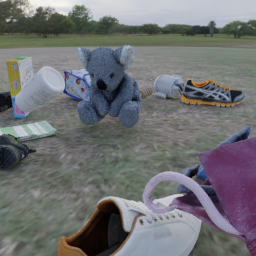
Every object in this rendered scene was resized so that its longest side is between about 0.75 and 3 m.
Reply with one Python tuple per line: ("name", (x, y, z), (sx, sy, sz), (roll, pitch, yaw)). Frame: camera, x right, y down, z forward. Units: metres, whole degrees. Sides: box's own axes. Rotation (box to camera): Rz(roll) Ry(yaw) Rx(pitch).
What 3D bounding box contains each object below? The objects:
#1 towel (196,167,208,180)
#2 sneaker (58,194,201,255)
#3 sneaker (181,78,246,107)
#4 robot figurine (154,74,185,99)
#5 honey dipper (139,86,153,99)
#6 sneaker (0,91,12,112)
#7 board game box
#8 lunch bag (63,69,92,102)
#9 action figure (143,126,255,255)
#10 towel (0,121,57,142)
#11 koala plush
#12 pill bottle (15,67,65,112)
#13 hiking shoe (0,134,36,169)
("towel", (2.029, 1.115, 6.491), (0.823, 0.200, 0.460), (17, 27, 39))
("sneaker", (0.242, 1.453, 4.164), (1.030, 1.198, 2.830), (16, 24, 41))
("sneaker", (3.886, -1.628, 12.670), (2.864, 1.106, 1.121), (2, 18, 1))
("robot figurine", (2.028, -2.088, 13.985), (1.539, 1.025, 1.815), (-47, 40, -17))
("honey dipper", (0.160, -1.167, 11.974), (2.240, 0.425, 0.425), (-33, 35, -29))
("sneaker", (-5.472, -1.136, 12.032), (0.878, 0.835, 2.215), (-5, 10, 24))
("board game box", (-4.228, -1.693, 11.283), (0.436, 2.165, 1.656), (0, 20, -1))
("lunch bag", (-1.640, -2.058, 13.420), (1.978, 1.441, 2.327), (-20, 38, -41))
("action figure", (1.799, 1.320, 3.366), (2.049, 1.843, 2.752), (-11, 56, -28))
("towel", (-3.429, 0.108, 9.217), (1.831, 0.214, 1.396), (-13, 23, -31))
("koala plush", (-0.656, -1.647, 9.405), (2.221, 2.504, 2.301), (2, 47, 18))
("pill bottle", (-1.596, -0.653, 5.005), (0.899, 0.514, 0.514), (-30, 4, 31))
("hiking shoe", (-3.535, 0.529, 7.529), (2.081, 0.788, 1.048), (17, 14, 22))
